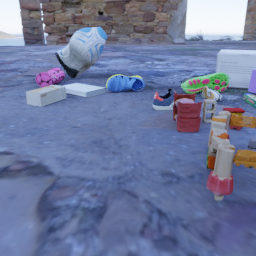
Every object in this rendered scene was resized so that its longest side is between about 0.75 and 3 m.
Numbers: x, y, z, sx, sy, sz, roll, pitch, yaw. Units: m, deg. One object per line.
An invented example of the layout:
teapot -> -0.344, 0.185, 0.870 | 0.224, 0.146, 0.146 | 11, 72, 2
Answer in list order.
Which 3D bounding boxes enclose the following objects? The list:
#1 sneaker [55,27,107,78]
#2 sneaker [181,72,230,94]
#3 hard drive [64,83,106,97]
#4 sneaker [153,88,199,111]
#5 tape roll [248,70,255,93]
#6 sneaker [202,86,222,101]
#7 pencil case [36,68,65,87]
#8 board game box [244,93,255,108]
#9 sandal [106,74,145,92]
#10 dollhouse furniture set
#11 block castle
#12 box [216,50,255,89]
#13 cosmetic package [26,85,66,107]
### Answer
sneaker -> -1.062, -1.651, 6.254 | 0.780, 0.774, 2.153 | -40, 17, -21
sneaker -> 3.374, -2.032, 12.217 | 2.349, 0.902, 0.984 | -5, 24, -17
hard drive -> -2.014, -1.659, 12.139 | 1.823, 0.239, 1.202 | 14, 24, 36
sneaker -> 1.688, -0.998, 9.622 | 1.660, 0.701, 0.622 | -3, 20, -9
tape roll -> 6.014, -1.620, 10.491 | 2.693, 0.883, 2.693 | 6, 12, -1
sneaker -> 3.298, -1.309, 11.038 | 0.515, 0.444, 1.174 | 10, 24, -10
pencil case -> -3.656, -2.439, 13.485 | 0.880, 0.852, 1.878 | -28, 15, 15
board game box -> 5.417, -0.996, 10.255 | 1.900, 0.277, 1.279 | 1, 20, 2
sandal -> -0.027, -1.927, 12.213 | 1.910, 0.759, 0.831 | -12, 27, -26
dollhouse furniture set -> 2.337, -0.457, 7.893 | 2.087, 0.849, 1.123 | 0, 20, 1
block castle -> 2.167, 0.518, 5.012 | 1.455, 1.022, 2.178 | 9, 23, 15
box -> 5.579, -2.895, 13.536 | 2.419, 1.589, 2.432 | 8, 21, 20
cosmetic package -> -3.060, -1.236, 10.568 | 0.744, 0.502, 1.414 | 9, 22, 24
